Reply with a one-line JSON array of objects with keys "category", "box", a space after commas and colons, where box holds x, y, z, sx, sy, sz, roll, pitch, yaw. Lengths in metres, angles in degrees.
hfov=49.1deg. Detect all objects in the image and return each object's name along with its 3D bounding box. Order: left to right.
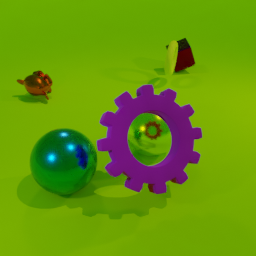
[{"category": "monkey head", "box": [-3.212, -1.480, 10.109, 1.489, 1.072, 0.898, 29, 66, 16]}, {"category": "ball", "box": [-1.304, 0.677, 5.742, 1.352, 1.352, 1.352, 0, 30, 0]}, {"category": "gear", "box": [0.430, 0.207, 5.259, 1.972, 1.972, 0.365, -11, -2, -18]}, {"category": "ball", "box": [0.576, 0.033, 6.913, 1.310, 1.310, 1.310, 0, 30, 0]}, {"category": "ring", "box": [1.708, -2.734, 11.027, 0.274, 1.370, 1.370, 12, 32, 14]}, {"category": "cube", "box": [2.339, -3.237, 12.463, 0.955, 0.955, 0.955, -20, 40, 12]}]
